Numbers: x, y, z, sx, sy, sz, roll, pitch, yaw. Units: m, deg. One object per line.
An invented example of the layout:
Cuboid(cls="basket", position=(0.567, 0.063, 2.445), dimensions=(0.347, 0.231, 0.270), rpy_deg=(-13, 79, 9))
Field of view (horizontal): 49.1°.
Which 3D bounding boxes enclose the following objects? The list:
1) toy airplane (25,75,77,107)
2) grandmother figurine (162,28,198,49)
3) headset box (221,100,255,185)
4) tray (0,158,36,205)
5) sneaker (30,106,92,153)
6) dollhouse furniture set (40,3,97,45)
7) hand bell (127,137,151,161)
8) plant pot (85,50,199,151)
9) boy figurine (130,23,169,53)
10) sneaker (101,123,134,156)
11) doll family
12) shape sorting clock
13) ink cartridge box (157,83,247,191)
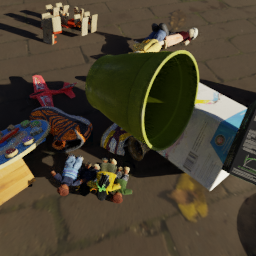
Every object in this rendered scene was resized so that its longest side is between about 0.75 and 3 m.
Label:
Cuboid(cls="toy airplane", position=(-2.891, -1.369, 10.621), dimensions=(2.019, 0.371, 2.019), rpy_deg=(2, 52, -2))
Cuboid(cls="grandmother figurine", position=(2.474, -4.289, 13.264), dimensions=(1.991, 0.603, 1.207), rpy_deg=(-24, 60, -18))
Cuboid(cls="headset box", position=(2.556, 0.244, 5.485), dimensions=(0.771, 1.448, 1.663), rpy_deg=(23, 89, 15))
Cuboid(cls="tray", position=(-3.521, 1.573, 7.486), dimensions=(1.833, 0.904, 0.339), rpy_deg=(-36, 17, -28))
Cuboid(cls="sneaker", position=(-2.329, 0.053, 8.947), dimensions=(2.178, 0.845, 1.220), rpy_deg=(12, 45, 11))
Cuboid(cls="dollhouse furniture set", position=(-3.128, -5.104, 13.846), dimensions=(2.453, 1.264, 2.427), rpy_deg=(26, 40, 22))
Cuboid(cls="hand bell", position=(0.788, 0.445, 8.860), dimensions=(1.458, 0.759, 0.759), rpy_deg=(-19, 48, -32))
Cuboid(cls="plant pot", position=(0.177, -0.820, 6.435), dimensions=(2.058, 2.137, 2.137), rpy_deg=(21, 49, 35))
Cuboid(cls="boy figurine", position=(0.768, -3.600, 12.277), dimensions=(1.497, 0.776, 2.407), rpy_deg=(19, 60, 40))
Cuboid(cls="sneaker", position=(-0.008, 0.035, 9.132), dimensions=(0.932, 0.775, 2.069), rpy_deg=(28, 58, 13))
Cuboid(cls="doll family", position=(-0.984, 1.450, 7.720), dimensions=(2.211, 0.868, 1.278), rpy_deg=(4, 51, 11))
Cuboid(cls="shape sorting clock", position=(-3.625, 0.498, 8.083), dimensions=(2.890, 0.567, 2.890), rpy_deg=(-20, 21, 8))
Cuboid(cls="ink cartridge box", position=(2.023, 0.021, 7.948), dimensions=(2.540, 1.864, 1.855), rpy_deg=(37, 35, 28))
